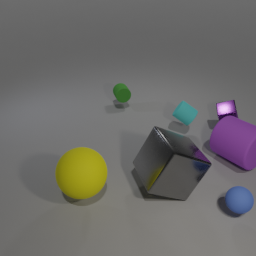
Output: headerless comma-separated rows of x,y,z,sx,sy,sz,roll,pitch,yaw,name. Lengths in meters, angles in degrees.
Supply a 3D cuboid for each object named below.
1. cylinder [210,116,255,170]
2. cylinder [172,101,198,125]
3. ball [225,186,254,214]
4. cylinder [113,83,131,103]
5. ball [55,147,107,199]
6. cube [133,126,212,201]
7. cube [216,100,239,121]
3.717,0.468,9.334,1.400,1.400,1.400,-20,34,-29,cylinder
2.177,-0.567,10.687,0.700,0.700,0.700,35,36,-3,cylinder
2.907,1.875,7.317,0.700,0.700,0.700,0,32,0,ball
-0.279,-1.596,12.712,0.700,0.700,0.700,-8,29,-12,cylinder
-1.263,1.222,7.642,1.400,1.400,1.400,0,32,0,ball
1.219,1.021,8.097,1.400,1.400,1.400,18,23,-28,cube
3.892,-0.563,10.946,0.700,0.700,0.700,-12,45,22,cube
